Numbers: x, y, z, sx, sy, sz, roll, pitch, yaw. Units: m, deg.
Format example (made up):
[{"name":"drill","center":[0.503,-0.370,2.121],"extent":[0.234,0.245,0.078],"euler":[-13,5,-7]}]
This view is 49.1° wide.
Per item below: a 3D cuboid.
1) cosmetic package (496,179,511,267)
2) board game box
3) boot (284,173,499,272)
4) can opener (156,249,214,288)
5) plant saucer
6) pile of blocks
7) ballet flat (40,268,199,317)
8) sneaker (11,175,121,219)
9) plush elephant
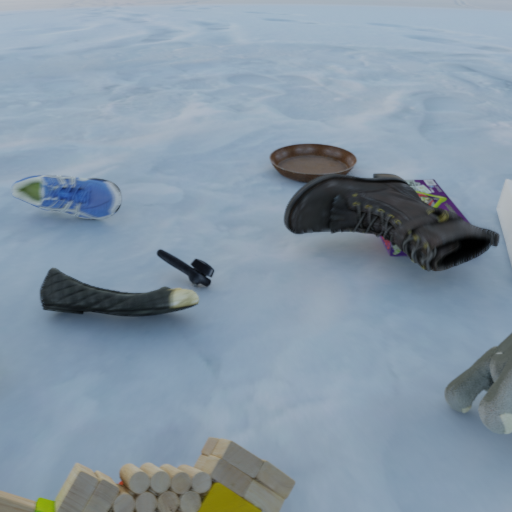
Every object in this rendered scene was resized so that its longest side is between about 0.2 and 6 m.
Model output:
[{"name":"cosmetic package","center":[5.166,-0.428,9.977],"extent":[1.246,0.765,3.020],"euler":[8,32,11]},{"name":"board game box","center":[3.127,-0.833,11.110],"extent":[1.671,0.450,2.783],"euler":[3,30,-4]},{"name":"boot","center":[2.204,-0.526,9.392],"extent":[2.910,1.007,2.533],"euler":[-14,34,-18]},{"name":"can opener","center":[-1.173,0.184,9.203],"extent":[1.074,0.340,0.422],"euler":[26,77,21]},{"name":"plant saucer","center":[1.361,-2.213,13.494],"extent":[2.095,0.361,2.095],"euler":[-1,30,0]},{"name":"pile of blocks","center":[-1.322,2.475,5.084],"extent":[3.307,1.358,1.028],"euler":[-1,-14,-20]},{"name":"ballet flat","center":[-2.043,0.540,8.254],"extent":[2.408,0.684,0.800],"euler":[2,-7,5]},{"name":"sneaker","center":[-3.716,-1.142,10.974],"extent":[2.270,0.859,0.874],"euler":[5,8,17]},{"name":"plush elephant","center":[3.327,1.530,6.194],"extent":[1.917,1.579,1.484],"euler":[-44,85,-10]}]
